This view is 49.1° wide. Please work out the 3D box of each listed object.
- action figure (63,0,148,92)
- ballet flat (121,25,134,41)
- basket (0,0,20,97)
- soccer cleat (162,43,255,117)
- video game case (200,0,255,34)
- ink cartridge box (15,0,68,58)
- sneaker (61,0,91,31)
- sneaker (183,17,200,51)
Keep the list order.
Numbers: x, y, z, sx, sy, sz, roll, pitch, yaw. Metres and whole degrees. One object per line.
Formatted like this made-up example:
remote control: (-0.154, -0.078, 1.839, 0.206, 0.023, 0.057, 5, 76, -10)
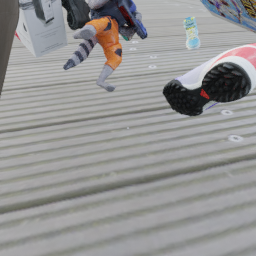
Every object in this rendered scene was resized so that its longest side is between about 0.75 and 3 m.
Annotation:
action figure: (-0.715, -2.654, 6.465, 1.481, 2.831, 2.739, -10, 50, 27)
ballet flat: (-0.281, -3.167, 8.437, 0.419, 1.245, 0.424, -45, 5, -6)
basket: (-2.581, -1.032, 3.884, 1.848, 2.450, 2.718, 2, 56, -18)
soccer cleat: (1.367, -0.758, 4.670, 0.825, 0.769, 2.254, -40, 8, -19)
video game case: (2.754, -3.219, 6.880, 2.685, 0.673, 2.962, 41, 18, 33)
ink cartridge box: (-2.793, -3.697, 7.689, 1.136, 2.741, 2.012, -32, 59, -24)
sneaker: (-1.414, -3.387, 7.706, 0.707, 1.557, 0.591, -12, -7, -36)
sneaker: (2.219, -3.409, 9.927, 0.514, 0.843, 1.292, -13, 50, 18)
